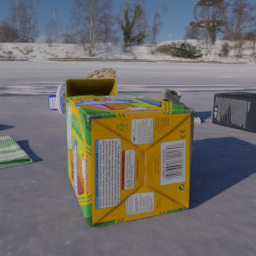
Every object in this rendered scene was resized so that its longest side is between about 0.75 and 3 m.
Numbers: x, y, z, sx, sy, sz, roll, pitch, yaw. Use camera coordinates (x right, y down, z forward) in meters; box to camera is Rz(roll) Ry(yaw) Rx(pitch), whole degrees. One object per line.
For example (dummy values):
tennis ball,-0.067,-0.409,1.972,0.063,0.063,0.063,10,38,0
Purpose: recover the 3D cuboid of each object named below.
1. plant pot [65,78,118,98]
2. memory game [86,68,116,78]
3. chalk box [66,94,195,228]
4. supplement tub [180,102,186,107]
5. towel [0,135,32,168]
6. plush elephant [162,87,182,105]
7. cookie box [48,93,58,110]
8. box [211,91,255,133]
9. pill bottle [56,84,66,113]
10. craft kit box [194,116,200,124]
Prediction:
plant pot,-1.434,-0.853,10.972,1.890,1.890,1.667,-3,-1,-10
memory game,-1.229,-2.150,11.972,1.531,0.098,1.531,-13,39,11
chalk box,-0.257,0.311,5.701,1.833,1.845,2.957,-4,13,-20
supplement tub,2.365,-0.832,13.007,0.659,0.659,0.939,2,13,10
towel,-3.823,0.650,7.607,1.810,0.278,2.373,-7,15,-32
plush elephant,1.717,-0.964,12.020,1.764,1.453,1.366,11,11,-24
cookie box,-3.123,-1.502,15.530,2.097,0.788,1.794,1,13,4
box,4.816,-0.679,11.026,1.749,1.262,2.356,-9,16,-33
pill bottle,-2.076,-1.424,13.796,2.567,1.460,1.460,0,13,2
craft kit box,2.608,-0.366,12.073,0.883,0.217,0.894,4,14,4
